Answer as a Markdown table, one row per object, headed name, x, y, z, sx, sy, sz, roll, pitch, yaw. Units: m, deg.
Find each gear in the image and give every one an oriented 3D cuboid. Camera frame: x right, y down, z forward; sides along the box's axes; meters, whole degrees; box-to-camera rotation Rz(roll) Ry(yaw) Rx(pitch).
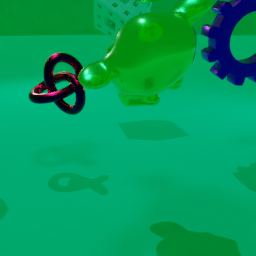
| name | x | y | z | sx | sy | sz | roll | pitch | yaw |
| --- | --- | --- | --- | --- | --- | --- | --- | --- | --- |
| gear | 2.335 | -1.758 | 5.398 | 1.842 | 1.842 | 0.341 | -4 | 28 | -10 |

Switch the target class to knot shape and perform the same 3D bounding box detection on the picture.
| name | x | y | z | sx | sy | sz | roll | pitch | yaw |
| --- | --- | --- | --- | --- | --- | --- | --- | --- | --- |
| knot shape | -1.230 | -0.865 | 5.216 | 1.169 | 1.094 | 0.540 | 12 | -11 | 13 |

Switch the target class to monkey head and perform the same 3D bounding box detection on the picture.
| name | x | y | z | sx | sy | sz | roll | pitch | yaw |
| --- | --- | --- | --- | --- | --- | --- | --- | --- | --- |
| monkey head | 0.165 | -0.994 | 3.565 | 1.851 | 1.115 | 1.331 | -37 | 62 | -9 |

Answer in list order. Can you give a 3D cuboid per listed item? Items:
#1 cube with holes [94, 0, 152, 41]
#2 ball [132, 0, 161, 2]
| name | x | y | z | sx | sy | sz | roll | pitch | yaw |
| --- | --- | --- | --- | --- | --- | --- | --- | --- | --- |
| cube with holes | -0.157 | -3.297 | 7.945 | 1.150 | 1.150 | 1.150 | 37 | 71 | 7 |
| ball | 0.172 | -1.796 | 2.349 | 1.351 | 1.351 | 1.351 | 0 | 20 | 0 |
